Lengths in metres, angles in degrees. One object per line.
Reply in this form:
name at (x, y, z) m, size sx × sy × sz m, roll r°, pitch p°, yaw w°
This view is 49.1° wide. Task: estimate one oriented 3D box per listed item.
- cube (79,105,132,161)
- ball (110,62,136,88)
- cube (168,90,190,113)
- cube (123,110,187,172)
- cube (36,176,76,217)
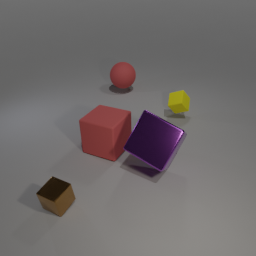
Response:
cube at (-0.785, 0.142, 10.348) m, size 1.400 × 1.400 × 1.400 m, roll 13°, pitch 33°, yaw 23°
ball at (-0.277, -2.836, 15.065) m, size 1.400 × 1.400 × 1.400 m, roll 0°, pitch 30°, yaw 0°
cube at (2.271, -1.155, 12.452) m, size 0.700 × 0.700 × 0.700 m, roll -9°, pitch 57°, yaw 37°
cube at (0.917, 0.420, 9.008) m, size 1.400 × 1.400 × 1.400 m, roll 30°, pitch 3°, yaw 15°
cube at (-2.017, 1.926, 7.911) m, size 0.700 × 0.700 × 0.700 m, roll 16°, pitch 44°, yaw 25°
